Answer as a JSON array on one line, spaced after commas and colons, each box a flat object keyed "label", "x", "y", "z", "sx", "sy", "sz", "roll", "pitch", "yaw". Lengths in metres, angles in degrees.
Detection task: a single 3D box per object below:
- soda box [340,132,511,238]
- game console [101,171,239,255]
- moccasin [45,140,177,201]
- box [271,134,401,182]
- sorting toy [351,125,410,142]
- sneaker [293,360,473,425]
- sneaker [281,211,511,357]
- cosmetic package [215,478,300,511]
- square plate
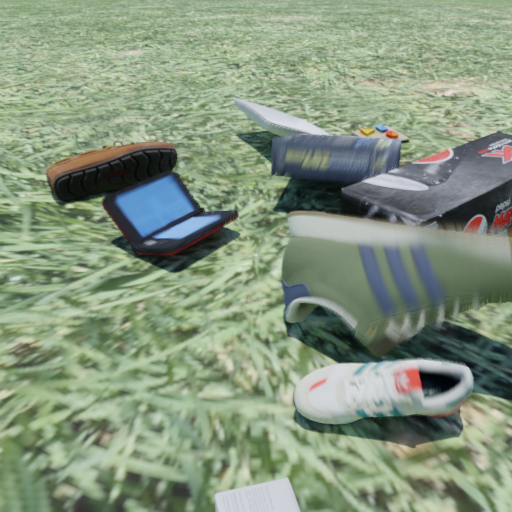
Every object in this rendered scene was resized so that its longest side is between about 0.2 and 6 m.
[{"label": "soda box", "x": 3.254, "y": -0.809, "z": 9.036, "sx": 4.241, "sy": 1.343, "sz": 1.501, "roll": -22, "pitch": 37, "yaw": -33}, {"label": "game console", "x": -1.371, "y": -0.770, "z": 9.159, "sx": 1.432, "sy": 0.986, "sz": 1.662, "roll": 1, "pitch": 25, "yaw": 42}, {"label": "moccasin", "x": -2.851, "y": -1.794, "z": 11.220, "sx": 2.601, "sy": 0.951, "sz": 1.004, "roll": -22, "pitch": 45, "yaw": -16}, {"label": "box", "x": 1.663, "y": -1.942, "z": 10.881, "sx": 2.212, "sy": 0.716, "sz": 2.805, "roll": 6, "pitch": 16, "yaw": 13}, {"label": "sorting toy", "x": 3.141, "y": -2.889, "z": 13.632, "sx": 1.139, "sy": 0.227, "sz": 1.541, "roll": -10, "pitch": 32, "yaw": -16}, {"label": "sneaker", "x": 1.299, "y": 1.313, "z": 5.718, "sx": 1.836, "sy": 0.858, "sz": 0.646, "roll": -2, "pitch": 62, "yaw": 1}, {"label": "sneaker", "x": 1.763, "y": 0.449, "z": 6.508, "sx": 3.435, "sy": 1.542, "sz": 1.152, "roll": 11, "pitch": -1, "yaw": 34}, {"label": "cosmetic package", "x": 0.026, "y": 2.278, "z": 4.625, "sx": 0.642, "sy": 0.537, "sz": 0.534, "roll": -7, "pitch": 30, "yaw": -13}, {"label": "square plate", "x": 0.716, "y": -3.113, "z": 13.345, "sx": 2.161, "sy": 0.310, "sz": 2.181, "roll": 8, "pitch": 24, "yaw": -32}]
